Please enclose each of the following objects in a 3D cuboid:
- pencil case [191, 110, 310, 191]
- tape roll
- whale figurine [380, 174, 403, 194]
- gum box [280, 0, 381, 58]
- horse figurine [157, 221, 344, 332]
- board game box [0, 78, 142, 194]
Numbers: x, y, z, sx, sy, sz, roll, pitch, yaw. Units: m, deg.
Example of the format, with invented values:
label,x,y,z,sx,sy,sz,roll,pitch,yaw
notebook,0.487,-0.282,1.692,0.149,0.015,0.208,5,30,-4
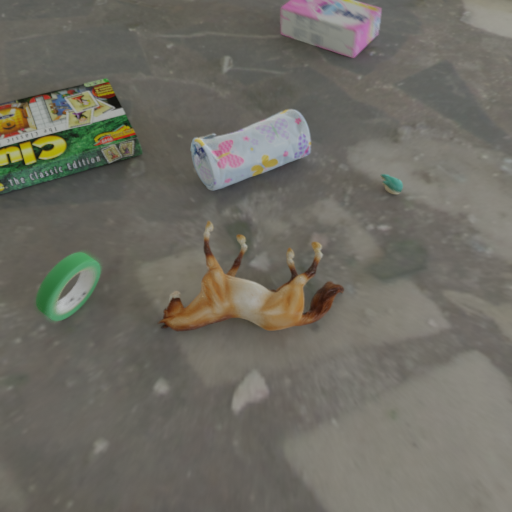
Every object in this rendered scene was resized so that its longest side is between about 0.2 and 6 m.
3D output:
label,x,y,z,sx,sy,sz,roll,pitch,yaw
pencil case,-0.092,-2.002,10.457,2.235,0.929,1.014,-21,63,-18
tape roll,-2.756,0.453,8.270,0.253,1.052,1.052,33,56,13
whale figurine,2.499,-1.363,10.311,0.401,0.261,0.504,1,47,-30
gum box,1.757,-5.787,13.787,2.225,0.736,1.263,27,57,22
horse figurine,0.011,0.487,8.464,2.661,0.664,1.764,12,62,3
board game box,-4.762,-2.192,10.927,4.537,0.532,2.377,-20,54,-16
